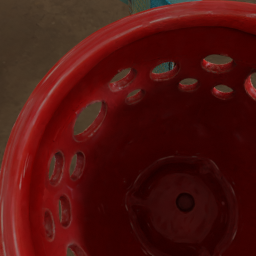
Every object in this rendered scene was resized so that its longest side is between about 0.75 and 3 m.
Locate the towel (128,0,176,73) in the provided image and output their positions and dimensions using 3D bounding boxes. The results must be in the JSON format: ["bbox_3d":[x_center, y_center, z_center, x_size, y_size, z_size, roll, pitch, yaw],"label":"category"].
[{"bbox_3d":[0.411,-1.589,4.826,0.255,1.722,2.348,-14,47,-7],"label":"towel"}]

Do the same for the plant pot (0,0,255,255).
[{"bbox_3d":[0.608,0.719,2.817,2.828,2.575,2.828,-1,70,3],"label":"plant pot"}]

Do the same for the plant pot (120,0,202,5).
[{"bbox_3d":[0.407,-3.887,6.109,2.102,2.620,2.620,-15,51,-45],"label":"plant pot"}]
